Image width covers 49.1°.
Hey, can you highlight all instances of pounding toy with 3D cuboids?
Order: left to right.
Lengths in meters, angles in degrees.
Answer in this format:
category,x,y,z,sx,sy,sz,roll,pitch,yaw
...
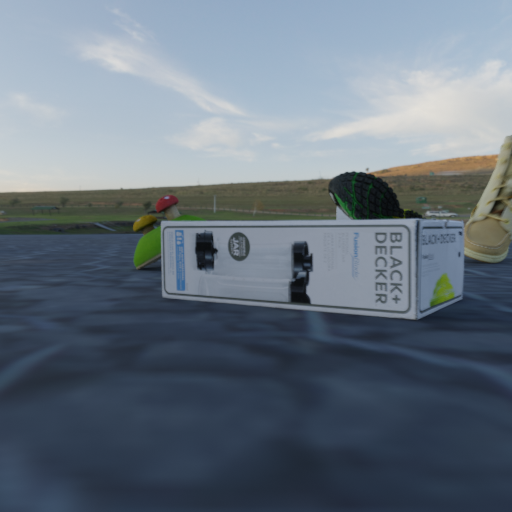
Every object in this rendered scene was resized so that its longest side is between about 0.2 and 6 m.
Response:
category,x,y,z,sx,sy,sz,roll,pitch,yaw
pounding toy,-1.167,-0.351,7.079,1.055,0.634,1.367,-29,3,-6

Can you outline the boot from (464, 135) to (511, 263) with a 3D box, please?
category,x,y,z,sx,sy,sz,roll,pitch,yaw
boot,3.726,-0.912,8.369,0.760,1.622,2.087,26,37,26

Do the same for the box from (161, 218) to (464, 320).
category,x,y,z,sx,sy,sz,roll,pitch,yaw
box,0.377,0.030,3.939,1.880,0.565,1.096,1,3,32

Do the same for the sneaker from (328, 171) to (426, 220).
category,x,y,z,sx,sy,sz,roll,pitch,yaw
sneaker,2.050,-0.616,9.854,2.371,0.925,1.010,34,-25,-31

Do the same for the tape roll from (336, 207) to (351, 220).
category,x,y,z,sx,sy,sz,roll,pitch,yaw
tape roll,2.875,-1.024,14.819,1.112,1.619,1.619,1,3,25
